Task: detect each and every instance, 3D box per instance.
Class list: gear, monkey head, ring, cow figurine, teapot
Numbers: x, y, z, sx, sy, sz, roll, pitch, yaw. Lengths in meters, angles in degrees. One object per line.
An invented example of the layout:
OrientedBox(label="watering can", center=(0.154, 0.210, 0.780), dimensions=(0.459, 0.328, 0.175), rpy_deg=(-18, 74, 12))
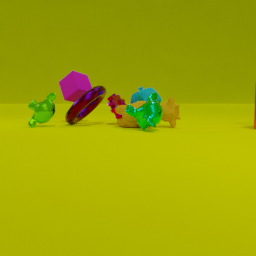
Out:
OrientedBox(label="gear", center=(-0.249, -0.636, 9.259), dimensions=(0.199, 1.078, 1.078), rpy_deg=(-33, -9, 23))
OrientedBox(label="monkey head", center=(0.446, -0.430, 7.204), dimensions=(0.884, 1.228, 0.740), rpy_deg=(29, -45, -23))
OrientedBox(label="ring", center=(-1.359, -0.743, 9.099), dimensions=(1.674, 0.335, 1.674), rpy_deg=(-43, -3, -2))
OrientedBox(label="monkey head", center=(-2.626, -0.566, 8.394), dimensions=(0.871, 1.211, 0.730), rpy_deg=(33, -11, -1))
OrientedBox(label="cow figurine", center=(0.617, -0.408, 8.108), dimensions=(1.607, 0.882, 1.581), rpy_deg=(-13, 11, -38))
OrientedBox(label="teapot", center=(0.569, -0.984, 9.566), dimensions=(1.072, 0.844, 1.724), rpy_deg=(-21, -6, 11))

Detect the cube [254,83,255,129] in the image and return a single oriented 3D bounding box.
OrientedBox(label="cube", center=(4.289, -0.605, 7.406), dimensions=(1.304, 1.304, 1.304), rpy_deg=(-4, 7, -38))

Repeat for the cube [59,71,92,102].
OrientedBox(label="cube", center=(-1.885, -1.473, 10.202), dimensions=(0.798, 0.798, 0.798), rpy_deg=(-31, -20, 28))
